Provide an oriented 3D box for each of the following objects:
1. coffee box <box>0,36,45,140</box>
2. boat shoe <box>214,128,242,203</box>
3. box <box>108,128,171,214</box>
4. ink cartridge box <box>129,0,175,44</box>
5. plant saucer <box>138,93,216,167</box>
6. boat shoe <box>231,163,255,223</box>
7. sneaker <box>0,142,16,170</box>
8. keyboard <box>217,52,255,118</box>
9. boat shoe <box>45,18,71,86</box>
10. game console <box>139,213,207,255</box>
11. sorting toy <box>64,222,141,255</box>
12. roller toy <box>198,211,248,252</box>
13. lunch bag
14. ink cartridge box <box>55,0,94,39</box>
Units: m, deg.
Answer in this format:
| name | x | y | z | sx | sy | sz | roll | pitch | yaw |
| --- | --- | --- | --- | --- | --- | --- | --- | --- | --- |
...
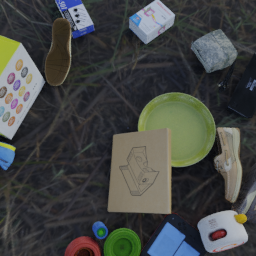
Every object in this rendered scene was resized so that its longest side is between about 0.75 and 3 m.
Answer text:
| name | x | y | z | sx | sy | sz | roll | pitch | yaw |
| --- | --- | --- | --- | --- | --- | --- | --- | --- | --- |
| coffee box | -5.368 | -1.682 | 10.347 | 2.880 | 2.848 | 2.876 | 22 | 73 | 7 |
| boat shoe | 3.647 | 1.324 | 10.425 | 0.916 | 1.012 | 2.839 | 5 | 64 | 9 |
| box | 0.419 | 1.530 | 10.045 | 2.389 | 0.311 | 2.923 | -8 | 68 | 31 |
| ink cartridge box | 1.068 | -4.762 | 12.490 | 1.679 | 0.711 | 1.213 | -38 | 75 | -13 |
| plant saucer | 1.883 | 0.069 | 11.020 | 2.994 | 0.465 | 2.994 | 0 | 74 | 0 |
| boat shoe | 4.849 | 2.166 | 10.176 | 1.021 | 1.038 | 2.786 | 35 | 84 | 1 |
| sneaker | -5.674 | 0.914 | 10.528 | 2.741 | 0.903 | 1.075 | 12 | 71 | 3 |
| keyboard | 4.884 | -1.943 | 11.800 | 1.885 | 0.306 | 2.967 | 31 | 74 | 3 |
| boat shoe | -2.881 | -3.141 | 11.888 | 1.008 | 0.907 | 2.793 | 6 | 90 | -7 |
| game console | 1.622 | 4.273 | 9.745 | 1.864 | 0.327 | 2.108 | 36 | 76 | 11 |
| sorting toy | -0.911 | 3.992 | 9.609 | 2.536 | 1.041 | 1.524 | -7 | 87 | -15 |
| roller toy | 3.129 | 3.411 | 9.367 | 1.418 | 1.555 | 1.086 | -5 | 55 | -16 |
| lunch bag | 3.547 | -3.186 | 11.769 | 1.312 | 1.090 | 1.564 | -23 | 74 | -11 |
| ink cartridge box | -2.467 | -5.242 | 12.763 | 1.047 | 0.493 | 2.228 | -25 | 74 | -9 |
